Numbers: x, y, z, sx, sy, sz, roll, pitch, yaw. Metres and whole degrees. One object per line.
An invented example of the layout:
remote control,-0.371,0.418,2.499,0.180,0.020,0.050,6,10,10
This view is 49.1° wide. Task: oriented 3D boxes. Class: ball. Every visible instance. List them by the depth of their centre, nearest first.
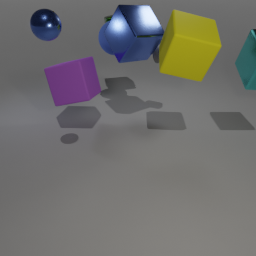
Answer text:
ball,-1.883,-2.362,6.432,0.700,0.700,0.700,0,29,0
ball,-0.532,-3.758,11.691,1.400,1.400,1.400,0,29,0

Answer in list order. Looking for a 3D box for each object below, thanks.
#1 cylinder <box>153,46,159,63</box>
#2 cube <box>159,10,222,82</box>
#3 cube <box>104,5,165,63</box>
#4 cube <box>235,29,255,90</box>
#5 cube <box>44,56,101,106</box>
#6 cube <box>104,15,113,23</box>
cylinder,1.401,-2.851,10.735,0.700,0.700,0.700,5,27,31
cube,1.830,-2.512,8.623,1.400,1.400,1.400,11,50,-8
cube,0.216,-3.358,10.031,1.400,1.400,1.400,-16,73,-35
cube,4.553,-2.171,9.083,1.400,1.400,1.400,3,51,-5
cube,-1.980,-1.741,10.344,1.400,1.400,1.400,-8,18,16
cube,-0.233,-4.539,12.964,1.400,1.400,1.400,-15,25,-3
